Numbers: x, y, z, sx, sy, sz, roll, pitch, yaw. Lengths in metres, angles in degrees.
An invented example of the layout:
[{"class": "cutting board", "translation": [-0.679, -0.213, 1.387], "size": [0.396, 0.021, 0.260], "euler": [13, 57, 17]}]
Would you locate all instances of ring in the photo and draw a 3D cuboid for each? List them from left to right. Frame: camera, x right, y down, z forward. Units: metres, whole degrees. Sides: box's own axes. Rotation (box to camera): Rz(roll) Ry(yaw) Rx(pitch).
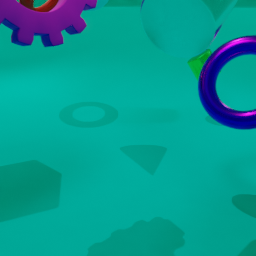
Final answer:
[{"class": "ring", "translation": [-2.601, -4.321, 8.926], "size": [0.414, 2.071, 2.071], "euler": [42, 34, 1]}, {"class": "ring", "translation": [2.028, -0.788, 4.842], "size": [1.653, 1.653, 0.331], "euler": [17, 2, 31]}]

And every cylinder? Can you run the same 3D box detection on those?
[{"class": "cylinder", "translation": [0.796, -1.572, 3.569], "size": [0.972, 0.972, 0.972], "euler": [16, 57, 30]}, {"class": "cylinder", "translation": [2.356, -1.904, 8.659], "size": [0.780, 0.780, 0.780], "euler": [-32, 14, 9]}]

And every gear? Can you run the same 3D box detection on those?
[{"class": "gear", "translation": [-1.323, -2.128, 3.935], "size": [1.886, 1.886, 0.349], "euler": [-18, 22, -33]}]

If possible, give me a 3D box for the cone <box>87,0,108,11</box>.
[{"class": "cone", "translation": [-0.904, -3.253, 6.280], "size": [1.173, 1.173, 1.177], "euler": [-3, 22, -6]}]
